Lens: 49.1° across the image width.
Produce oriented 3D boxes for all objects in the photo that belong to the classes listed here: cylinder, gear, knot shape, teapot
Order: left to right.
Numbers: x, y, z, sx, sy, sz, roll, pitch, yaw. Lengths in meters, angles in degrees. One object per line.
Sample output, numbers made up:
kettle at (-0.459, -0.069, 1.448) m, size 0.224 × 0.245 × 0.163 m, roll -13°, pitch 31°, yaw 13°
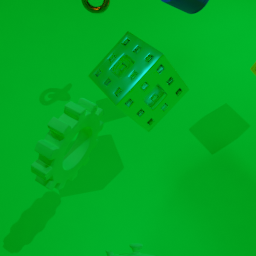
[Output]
gear at (-0.982, 0.288, 4.857) m, size 0.299 × 1.616 × 1.616 m, roll 27°, pitch 67°, yaw 15°
knot shape at (-0.759, -3.229, 6.616) m, size 1.064 × 0.995 × 0.491 m, roll -15°, pitch 38°, yaw -32°
teapot at (0.084, 2.083, 3.925) m, size 1.111 × 1.786 × 0.875 m, roll 10°, pitch 71°, yaw -29°
cylinder at (1.239, -3.050, 6.109) m, size 0.864 × 0.864 × 0.864 m, roll 4°, pitch 57°, yaw -37°

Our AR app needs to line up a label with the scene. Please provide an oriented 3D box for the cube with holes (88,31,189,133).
cube with holes at (0.215, -0.932, 5.773) m, size 1.235 × 1.235 × 1.235 m, roll -47°, pitch 48°, yaw 5°

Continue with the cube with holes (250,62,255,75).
cube with holes at (3.913, -1.554, 6.802) m, size 1.049 × 1.049 × 1.049 m, roll -32°, pitch 75°, yaw -8°
